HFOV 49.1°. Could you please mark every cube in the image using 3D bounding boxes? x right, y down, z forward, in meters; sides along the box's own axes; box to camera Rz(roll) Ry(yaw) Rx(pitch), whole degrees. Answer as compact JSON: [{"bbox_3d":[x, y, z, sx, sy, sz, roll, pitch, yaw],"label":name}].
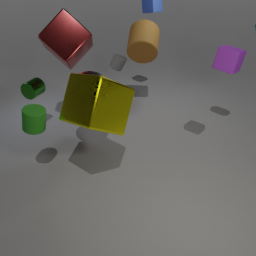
[{"bbox_3d":[3.235,-2.194,8.942,0.700,0.700,0.700,29,33,29],"label":"cube"},{"bbox_3d":[-0.885,-0.676,8.036,1.400,1.400,1.400,15,1,43],"label":"cube"},{"bbox_3d":[-2.316,-3.316,10.669,1.400,1.400,1.400,41,-4,-4],"label":"cube"},{"bbox_3d":[1.133,-5.785,13.107,0.700,0.700,0.700,17,32,42],"label":"cube"}]

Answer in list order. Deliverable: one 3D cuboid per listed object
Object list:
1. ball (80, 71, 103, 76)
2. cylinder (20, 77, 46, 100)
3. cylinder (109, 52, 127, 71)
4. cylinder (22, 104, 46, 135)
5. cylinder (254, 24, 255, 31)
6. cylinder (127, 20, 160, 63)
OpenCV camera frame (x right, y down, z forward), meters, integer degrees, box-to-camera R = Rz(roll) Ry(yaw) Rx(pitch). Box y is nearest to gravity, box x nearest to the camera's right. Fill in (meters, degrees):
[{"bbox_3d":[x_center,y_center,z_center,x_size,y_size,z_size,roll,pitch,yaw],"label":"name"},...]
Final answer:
[{"bbox_3d":[-1.301,-1.270,9.704,1.400,1.400,1.400,0,31,0],"label":"ball"},{"bbox_3d":[-3.774,-1.578,11.163,0.700,0.700,0.700,12,33,18],"label":"cylinder"},{"bbox_3d":[-0.513,-3.419,14.473,0.700,0.700,0.700,23,33,-16],"label":"cylinder"},{"bbox_3d":[-2.856,-0.267,8.517,0.700,0.700,0.700,9,33,-6],"label":"cylinder"},{"bbox_3d":[4.835,-3.340,9.715,0.700,0.700,0.700,-22,23,10],"label":"cylinder"},{"bbox_3d":[0.705,-3.941,12.818,1.400,1.400,1.400,4,61,7],"label":"cylinder"}]
